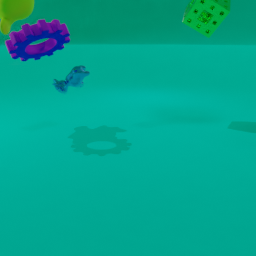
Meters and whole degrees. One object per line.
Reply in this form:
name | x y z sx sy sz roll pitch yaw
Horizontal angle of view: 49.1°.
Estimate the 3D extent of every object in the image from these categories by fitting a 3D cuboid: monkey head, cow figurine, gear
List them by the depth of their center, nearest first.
gear | -2.035 -1.979 6.417 1.406 0.260 1.406 -22 -3 -1
monkey head | -2.841 -3.065 7.014 1.106 1.835 1.320 23 -17 10
cow figurine | -1.633 -1.379 7.966 0.510 0.929 0.914 51 34 16

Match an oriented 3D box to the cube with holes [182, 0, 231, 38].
cube with holes | 2.126 -3.208 7.589 0.877 0.877 0.877 27 49 -9
